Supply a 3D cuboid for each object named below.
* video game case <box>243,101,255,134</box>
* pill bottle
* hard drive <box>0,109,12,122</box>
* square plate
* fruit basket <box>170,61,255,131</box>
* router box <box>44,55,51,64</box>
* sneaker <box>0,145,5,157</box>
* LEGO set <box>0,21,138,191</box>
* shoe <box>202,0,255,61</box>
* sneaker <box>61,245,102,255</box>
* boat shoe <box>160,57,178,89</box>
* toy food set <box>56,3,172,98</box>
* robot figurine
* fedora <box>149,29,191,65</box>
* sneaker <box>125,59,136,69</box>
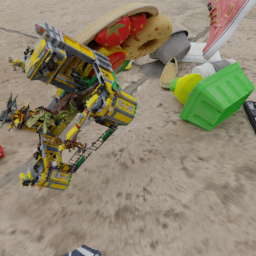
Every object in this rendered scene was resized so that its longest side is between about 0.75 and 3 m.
[{"bbox_3d":[4.793,-0.303,9.128,1.628,0.230,1.802,3,37,4],"label":"video game case"},{"bbox_3d":[3.389,-2.109,10.901,1.662,0.940,0.940,-13,39,-18],"label":"pill bottle"},{"bbox_3d":[-3.778,-0.419,9.315,0.861,0.182,0.581,-6,38,-8],"label":"hard drive"},{"bbox_3d":[3.382,-3.696,13.521,2.143,0.305,2.122,6,38,7],"label":"square plate"},{"bbox_3d":[2.527,-1.281,9.355,2.542,1.833,2.542,8,50,-9],"label":"fruit basket"},{"bbox_3d":[-3.758,-3.128,12.659,1.261,0.419,1.604,-6,38,-8],"label":"router box"},{"bbox_3d":[-3.731,0.821,7.384,0.862,0.584,1.491,-5,48,-20],"label":"sneaker"},{"bbox_3d":[-1.304,-0.320,4.532,1.557,2.687,2.066,22,41,-38],"label":"LEGO set"},{"bbox_3d":[2.513,-3.010,7.798,1.049,0.824,2.306,38,81,0],"label":"shoe"},{"bbox_3d":[-0.665,2.806,4.704,1.014,0.655,1.870,-23,40,-24],"label":"sneaker"},{"bbox_3d":[1.668,-2.280,11.293,0.693,0.737,1.934,6,38,8],"label":"boat shoe"},{"bbox_3d":[-0.394,-1.595,6.244,0.697,2.836,2.865,54,25,2],"label":"toy food set"},{"bbox_3d":[-2.999,-0.297,8.905,1.146,0.334,0.831,0,65,-1],"label":"robot figurine"},{"bbox_3d":[1.996,-3.404,12.346,2.005,1.773,0.905,-30,76,-14],"label":"fedora"},{"bbox_3d":[-0.028,-3.448,12.656,0.831,0.944,2.231,4,37,4],"label":"sneaker"}]
